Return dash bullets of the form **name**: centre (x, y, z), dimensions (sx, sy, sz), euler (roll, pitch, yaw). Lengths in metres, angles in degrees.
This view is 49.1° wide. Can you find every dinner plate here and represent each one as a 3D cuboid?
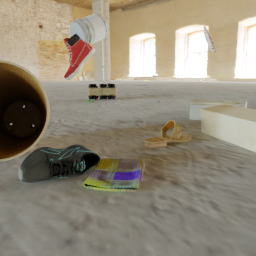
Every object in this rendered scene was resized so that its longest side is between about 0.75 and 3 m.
- **dinner plate**: centre (2.583, -2.819, 8.954), dimensions (0.117, 0.962, 0.962), euler (-22, 2, 26)

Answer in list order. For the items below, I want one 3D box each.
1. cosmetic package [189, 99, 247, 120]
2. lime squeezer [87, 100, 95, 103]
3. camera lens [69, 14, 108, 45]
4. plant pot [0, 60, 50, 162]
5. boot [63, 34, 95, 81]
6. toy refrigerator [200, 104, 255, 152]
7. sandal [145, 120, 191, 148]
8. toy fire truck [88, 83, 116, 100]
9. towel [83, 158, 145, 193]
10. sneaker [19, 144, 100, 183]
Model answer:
- **cosmetic package**: centre (3.912, -0.761, 12.166), dimensions (2.257, 0.825, 1.168), euler (4, 13, 23)
- **lime squeezer**: centre (-2.506, -1.682, 18.103), dimensions (0.332, 0.177, 0.941), euler (34, 19, 9)
- **camera lens**: centre (-1.824, -4.637, 13.268), dimensions (1.232, 1.232, 1.541), euler (13, 37, 45)
- **plant pot**: centre (-3.185, -0.329, 7.677), dimensions (2.363, 2.363, 2.536), euler (-2, -3, -8)
- **boot**: centre (-1.693, -2.101, 8.244), dimensions (0.909, 1.260, 0.456), euler (35, 8, -32)
- **toy refrigerator**: centre (3.449, -0.037, 8.603), dimensions (1.044, 0.962, 2.750), euler (-11, 14, -18)
- **sandal**: centre (1.298, 0.105, 8.518), dimensions (2.008, 0.660, 0.736), euler (-11, 17, -42)
- **toy fire truck**: centre (-1.827, -2.724, 20.365), dimensions (2.004, 1.465, 2.276), euler (-1, 1, -1)
- **towel**: centre (-0.246, 0.933, 5.857), dimensions (1.096, 0.174, 1.526), euler (2, 12, 8)
- **sneaker**: centre (-1.340, 0.706, 5.750), dimensions (0.712, 0.677, 1.796), euler (12, 17, 36)
